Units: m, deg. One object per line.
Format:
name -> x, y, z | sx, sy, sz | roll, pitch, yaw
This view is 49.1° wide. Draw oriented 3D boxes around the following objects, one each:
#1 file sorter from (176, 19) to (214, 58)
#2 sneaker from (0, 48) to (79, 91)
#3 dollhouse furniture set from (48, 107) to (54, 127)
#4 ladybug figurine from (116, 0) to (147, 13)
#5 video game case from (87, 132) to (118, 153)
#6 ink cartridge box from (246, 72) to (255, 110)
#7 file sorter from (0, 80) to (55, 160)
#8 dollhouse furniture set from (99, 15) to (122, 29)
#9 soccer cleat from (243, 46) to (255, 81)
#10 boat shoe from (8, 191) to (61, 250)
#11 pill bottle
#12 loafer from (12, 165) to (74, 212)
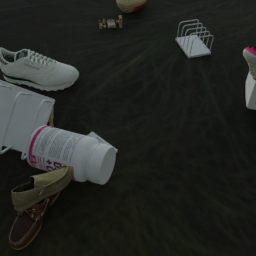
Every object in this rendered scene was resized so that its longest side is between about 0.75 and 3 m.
file sorter -> 2.803, -3.812, 11.827 | 1.013, 0.909, 1.459 | -12, 50, -11
sneaker -> -3.299, -2.201, 10.243 | 2.971, 1.196, 1.135 | 6, 47, 3
dollhouse furniture set -> -3.556, -0.318, 8.907 | 2.351, 1.041, 1.219 | 4, 18, -8
ladybug figurine -> 0.240, -6.459, 14.243 | 1.366, 0.724, 2.012 | 31, 56, 24
video game case -> -1.115, 0.754, 8.350 | 1.110, 0.140, 1.220 | 33, 57, 26
ink cartridge box -> 5.146, -2.010, 8.880 | 2.002, 2.719, 1.967 | 14, 39, 14
file sorter -> -3.538, -0.372, 7.434 | 2.547, 1.586, 1.767 | 20, 92, -9
dollhouse furniture set -> -0.835, -5.037, 13.177 | 1.072, 0.475, 0.556 | -6, 49, -4
soccer cleat -> 3.514, -1.617, 7.460 | 1.765, 0.762, 0.617 | 5, 37, -40
boat shoe -> -2.345, 1.980, 6.941 | 0.674, 0.674, 1.916 | 15, 52, 11
pill bottle -> -1.491, 0.726, 7.474 | 2.133, 1.209, 1.209 | 13, 50, 18
loafer -> -1.136, 0.753, 3.735 | 0.894, 0.301, 0.340 | -34, 29, -22
